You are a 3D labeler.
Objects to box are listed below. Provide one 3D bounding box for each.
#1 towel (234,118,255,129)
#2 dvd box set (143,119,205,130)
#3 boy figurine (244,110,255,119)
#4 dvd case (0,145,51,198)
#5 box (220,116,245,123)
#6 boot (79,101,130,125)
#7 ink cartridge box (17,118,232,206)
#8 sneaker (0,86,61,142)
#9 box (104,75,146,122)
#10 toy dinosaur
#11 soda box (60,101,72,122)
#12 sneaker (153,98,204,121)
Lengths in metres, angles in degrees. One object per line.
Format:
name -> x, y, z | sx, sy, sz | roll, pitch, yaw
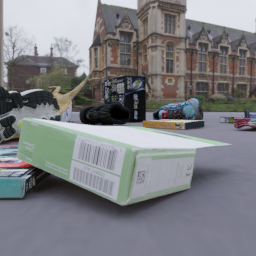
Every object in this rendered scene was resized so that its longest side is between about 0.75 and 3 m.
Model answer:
towel -> 4.459, -0.048, 7.470 | 2.668, 0.303, 1.922 | 6, 5, 43
dvd box set -> 1.418, -0.126, 8.789 | 1.575, 0.232, 1.152 | 4, 6, 44
boy figurine -> 5.215, -0.388, 10.070 | 1.908, 0.615, 1.186 | -1, 1, 23
dvd case -> -1.253, 0.334, 2.620 | 1.177, 0.177, 1.612 | 0, 5, -1
box -> 4.587, -0.330, 11.546 | 0.964, 0.266, 1.203 | -2, 4, -27
boot -> -0.481, -0.558, 10.273 | 1.662, 0.837, 2.224 | -6, 10, 42
ink cartridge box -> 0.062, 0.199, 2.413 | 1.138, 0.375, 1.563 | 12, 3, 39
sneaker -> -2.533, -0.130, 5.086 | 1.252, 1.136, 2.950 | -15, -8, 27
box -> -0.200, -1.329, 13.138 | 1.068, 2.032, 2.481 | -3, 4, -26
toy dinosaur -> -1.904, -0.706, 7.860 | 2.495, 0.726, 1.262 | -42, 34, -10
soda box -> -3.048, -0.701, 11.820 | 0.989, 0.919, 2.898 | 1, 5, -3
sneaker -> 1.707, -0.423, 10.049 | 1.138, 0.945, 2.382 | -15, 3, -23
